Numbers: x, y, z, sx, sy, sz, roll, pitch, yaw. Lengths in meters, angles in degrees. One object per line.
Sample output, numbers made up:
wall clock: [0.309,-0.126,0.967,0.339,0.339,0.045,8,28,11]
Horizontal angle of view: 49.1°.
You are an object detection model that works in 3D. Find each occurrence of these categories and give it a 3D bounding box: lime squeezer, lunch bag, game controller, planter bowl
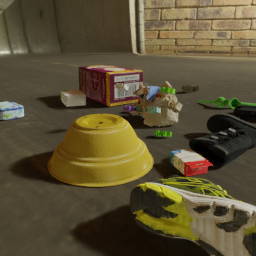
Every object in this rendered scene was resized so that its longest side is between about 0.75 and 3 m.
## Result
lime squeezer: [4.287,-1.022,12.009,2.504,0.472,0.884,5,-12,18]
lunch bag: [-4.578,-0.683,10.682,0.967,0.496,1.203,-13,23,-41]
game controller: [5.222,-0.528,10.429,2.427,0.511,1.266,7,5,19]
planter bowl: [-0.654,0.310,6.788,2.588,1.078,2.588,1,19,0]

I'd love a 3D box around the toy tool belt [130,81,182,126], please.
toy tool belt: [0.943,-1.093,10.236,1.546,1.521,2.475,-7,20,-19]

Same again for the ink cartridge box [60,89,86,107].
ink cartridge box: [-2.481,-1.359,12.619,0.896,0.516,1.228,-8,20,-22]

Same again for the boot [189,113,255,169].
boot: [2.402,0.270,7.636,2.183,0.717,1.799,-21,25,-37]

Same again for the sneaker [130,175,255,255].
sneaker: [1.324,1.222,4.179,2.667,0.993,1.129,14,23,36]

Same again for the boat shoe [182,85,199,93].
boat shoe: [3.280,-2.113,15.115,1.229,0.442,0.418,-2,12,-37]

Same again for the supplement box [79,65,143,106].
supplement box: [-0.864,-2.104,13.316,1.886,1.487,2.881,-13,23,-35]

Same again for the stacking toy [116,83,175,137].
stacking toy: [0.442,-0.561,8.767,1.992,1.502,0.468,6,-2,13]

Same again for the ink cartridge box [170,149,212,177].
ink cartridge box: [1.435,0.817,6.438,0.556,0.322,0.956,-6,20,-18]
